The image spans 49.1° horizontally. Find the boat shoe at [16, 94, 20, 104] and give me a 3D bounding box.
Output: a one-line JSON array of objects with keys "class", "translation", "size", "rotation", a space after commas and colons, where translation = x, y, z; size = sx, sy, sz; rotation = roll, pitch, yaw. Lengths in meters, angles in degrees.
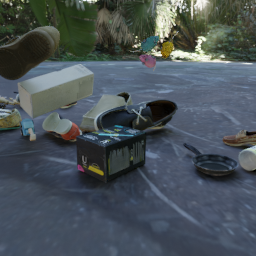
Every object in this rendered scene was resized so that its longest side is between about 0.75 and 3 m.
[{"class": "boat shoe", "translation": [-3.794, -1.303, 12.133], "size": [1.955, 0.691, 0.622], "rotation": [-7, 16, -27]}]

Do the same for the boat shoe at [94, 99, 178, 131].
[{"class": "boat shoe", "translation": [0.275, -0.358, 8.077], "size": [2.659, 0.955, 0.899], "rotation": [-11, -15, -33]}]

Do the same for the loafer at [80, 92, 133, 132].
[{"class": "loafer", "translation": [-0.646, -0.569, 9.091], "size": [1.098, 0.990, 2.901], "rotation": [6, 17, 19]}]

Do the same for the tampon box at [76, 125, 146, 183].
[{"class": "tampon box", "translation": [-0.336, 0.487, 5.908], "size": [0.909, 0.766, 1.213], "rotation": [15, 22, 42]}]

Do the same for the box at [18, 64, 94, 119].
[{"class": "box", "translation": [-2.167, -1.194, 8.690], "size": [2.254, 0.926, 0.771], "rotation": [-27, 53, -37]}]

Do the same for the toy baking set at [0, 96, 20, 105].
[{"class": "toy baking set", "translation": [-5.440, -1.233, 12.401], "size": [1.771, 0.206, 1.360], "rotation": [14, 6, -3]}]

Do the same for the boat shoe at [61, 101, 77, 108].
[{"class": "boat shoe", "translation": [-2.596, -1.205, 12.251], "size": [0.498, 0.438, 1.398], "rotation": [1, 15, 11]}]

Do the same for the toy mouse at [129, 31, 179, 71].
[{"class": "toy mouse", "translation": [0.908, -2.909, 10.965], "size": [1.733, 1.950, 0.377], "rotation": [-3, 55, -16]}]

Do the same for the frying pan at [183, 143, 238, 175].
[{"class": "frying pan", "translation": [1.609, 0.703, 6.121], "size": [0.939, 0.253, 1.553], "rotation": [-14, 20, -42]}]

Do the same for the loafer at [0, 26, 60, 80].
[{"class": "loafer", "translation": [-2.798, -2.055, 7.741], "size": [2.657, 1.010, 0.896], "rotation": [-7, 31, 35]}]

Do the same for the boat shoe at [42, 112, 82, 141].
[{"class": "boat shoe", "translation": [-1.922, -0.019, 8.089], "size": [0.553, 0.630, 1.769], "rotation": [40, -15, -37]}]

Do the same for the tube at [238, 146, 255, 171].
[{"class": "tube", "translation": [3.195, 0.555, 6.360], "size": [1.778, 0.516, 0.462], "rotation": [-12, -23, -38]}]

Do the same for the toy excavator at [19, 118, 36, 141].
[{"class": "toy excavator", "translation": [-2.823, 0.048, 7.984], "size": [0.380, 0.740, 0.761], "rotation": [-8, -10, -28]}]

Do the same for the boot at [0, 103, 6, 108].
[{"class": "boot", "translation": [-5.368, -0.879, 11.383], "size": [0.755, 0.300, 0.868], "rotation": [-11, 17, -31]}]

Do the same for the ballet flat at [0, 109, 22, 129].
[{"class": "ballet flat", "translation": [-4.301, -0.207, 8.400], "size": [2.131, 0.753, 0.753], "rotation": [-12, 20, -35]}]

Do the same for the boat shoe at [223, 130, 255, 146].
[{"class": "boat shoe", "translation": [3.012, 0.224, 7.287], "size": [1.066, 0.383, 0.404], "rotation": [-4, 23, 27]}]
